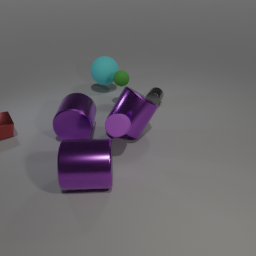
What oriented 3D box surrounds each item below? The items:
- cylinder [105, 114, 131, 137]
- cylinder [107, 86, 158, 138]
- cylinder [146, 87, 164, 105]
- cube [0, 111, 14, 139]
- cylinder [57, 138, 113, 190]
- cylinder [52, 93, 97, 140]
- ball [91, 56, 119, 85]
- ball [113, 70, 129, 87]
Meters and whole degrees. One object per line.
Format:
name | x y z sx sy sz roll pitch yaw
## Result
cylinder | -0.302 -0.089 8.688 0.700 0.700 0.700 5 4 9
cylinder | 0.156 -0.565 10.130 1.400 1.400 1.400 30 10 -6
cylinder | 1.224 -1.427 12.895 0.700 0.700 0.700 10 32 17
cube | -4.632 -0.083 10.218 0.700 0.700 0.700 -14 54 -36
cylinder | -1.144 1.006 7.844 1.400 1.400 1.400 -2 29 -3
cylinder | -1.917 -0.385 10.276 1.400 1.400 1.400 0 31 0
ball | -1.163 -2.854 13.967 1.400 1.400 1.400 0 29 0
ball | -0.289 -2.163 12.224 0.700 0.700 0.700 0 29 0
